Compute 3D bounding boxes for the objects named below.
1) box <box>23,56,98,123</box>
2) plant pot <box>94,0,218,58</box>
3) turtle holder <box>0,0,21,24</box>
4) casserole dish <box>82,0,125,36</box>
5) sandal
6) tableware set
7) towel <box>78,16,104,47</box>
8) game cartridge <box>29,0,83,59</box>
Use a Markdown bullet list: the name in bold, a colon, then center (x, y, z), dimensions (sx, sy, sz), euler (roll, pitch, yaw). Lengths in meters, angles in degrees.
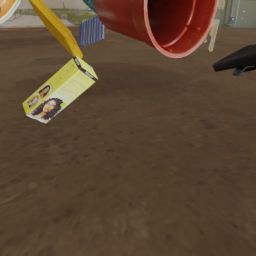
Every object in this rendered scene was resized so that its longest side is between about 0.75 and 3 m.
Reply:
- **box**: center (-1.228, -0.662, 5.064), dimensions (0.513, 1.362, 0.341), euler (29, 26, -57)
- **plant pot**: center (0.433, -2.612, 5.711), dimensions (2.001, 2.001, 1.946), euler (-18, 32, -35)
- **turtle holder**: center (-2.520, -2.300, 4.548), dimensions (1.581, 1.122, 1.201), euler (13, 3, 6)
- **casserole dish**: center (-0.688, -4.390, 10.220), dimensions (0.558, 2.878, 1.743), euler (-52, 11, -9)
- **sandal**: center (2.552, -1.388, 5.983), dimensions (0.969, 0.546, 2.549), euler (-28, 9, 3)
- **tableware set**: center (1.980, -3.669, 8.527), dimensions (1.766, 2.672, 0.535), euler (12, -12, 15)
- **towel**: center (-1.353, -3.608, 10.432), dimensions (1.350, 0.977, 0.161), euler (-4, -8, 40)
- **game cartridge**: center (-2.704, -3.807, 10.593), dimensions (0.404, 2.196, 2.491), euler (-42, -4, -5)
